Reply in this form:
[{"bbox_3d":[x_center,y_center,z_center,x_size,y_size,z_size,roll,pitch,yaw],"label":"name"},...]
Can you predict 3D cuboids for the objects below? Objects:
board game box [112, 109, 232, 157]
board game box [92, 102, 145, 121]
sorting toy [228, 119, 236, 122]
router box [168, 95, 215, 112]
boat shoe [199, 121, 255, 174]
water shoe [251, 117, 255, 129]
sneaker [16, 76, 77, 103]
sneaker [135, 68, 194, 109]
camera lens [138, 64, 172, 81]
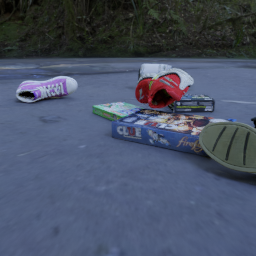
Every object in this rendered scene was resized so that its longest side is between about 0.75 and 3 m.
[{"bbox_3d":[1.134,0.019,7.238,2.607,0.451,1.766,10,20,30],"label":"board game box"},{"bbox_3d":[-0.189,-0.537,9.381,1.277,0.276,1.897,-12,20,-32],"label":"board game box"},{"bbox_3d":[2.748,-0.067,8.067,0.668,0.162,1.187,6,17,33],"label":"sorting toy"},{"bbox_3d":[2.281,-0.921,10.318,1.495,0.464,1.120,-1,17,-4],"label":"router box"},{"bbox_3d":[2.464,0.504,5.063,2.391,0.894,0.818,18,-6,41],"label":"boat shoe"},{"bbox_3d":[3.723,0.141,6.698,0.903,0.818,2.288,-22,12,9],"label":"water shoe"},{"bbox_3d":[-3.395,-1.503,11.792,2.510,0.910,1.431,-9,24,-5],"label":"sneaker"},{"bbox_3d":[0.805,-1.030,8.237,0.954,1.052,2.476,38,-20,-18],"label":"sneaker"},{"bbox_3d":[1.402,-2.651,14.544,1.635,1.308,1.308,4,17,11],"label":"camera lens"}]
